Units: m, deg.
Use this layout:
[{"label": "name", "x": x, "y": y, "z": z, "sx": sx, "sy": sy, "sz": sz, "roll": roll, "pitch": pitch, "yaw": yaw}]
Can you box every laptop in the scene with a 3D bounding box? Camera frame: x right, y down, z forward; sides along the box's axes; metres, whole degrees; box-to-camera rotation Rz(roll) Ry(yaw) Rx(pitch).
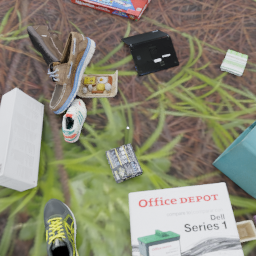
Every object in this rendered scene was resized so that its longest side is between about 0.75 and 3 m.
[{"label": "laptop", "x": 0.735, "y": -2.647, "z": 9.672, "sx": 1.490, "sy": 0.868, "sz": 1.681, "roll": -17, "pitch": 87, "yaw": -9}]

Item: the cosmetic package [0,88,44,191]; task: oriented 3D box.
[{"label": "cosmetic package", "x": -2.858, "y": 0.279, "z": 7.302, "sx": 0.634, "sy": 1.033, "sz": 2.502, "roll": -23, "pitch": 54, "yaw": 25}]

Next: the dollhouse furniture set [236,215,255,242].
[{"label": "dollhouse furniture set", "x": 2.906, "y": 2.439, "z": 6.106, "sx": 1.489, "sy": 1.056, "sz": 1.179, "roll": -9, "pitch": 60, "yaw": -6}]

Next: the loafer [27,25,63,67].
[{"label": "loafer", "x": -2.500, "y": -2.704, "z": 9.236, "sx": 0.844, "sy": 0.869, "sz": 2.379, "roll": -30, "pitch": 66, "yaw": -19}]

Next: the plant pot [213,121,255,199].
[{"label": "plant pot", "x": 3.725, "y": 0.959, "z": 6.706, "sx": 1.701, "sy": 1.702, "sz": 2.408, "roll": -39, "pitch": 76, "yaw": -20}]

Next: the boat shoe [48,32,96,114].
[{"label": "boat shoe", "x": -1.843, "y": -1.616, "z": 8.130, "sx": 0.870, "sy": 0.872, "sz": 2.409, "roll": 19, "pitch": 86, "yaw": 51}]

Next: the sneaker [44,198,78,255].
[{"label": "sneaker", "x": -1.483, "y": 2.421, "z": 6.263, "sx": 0.710, "sy": 0.807, "sz": 1.907, "roll": -19, "pitch": 61, "yaw": -11}]

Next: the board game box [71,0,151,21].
[{"label": "board game box", "x": -0.648, "y": -5.118, "z": 11.022, "sx": 2.844, "sy": 0.277, "sz": 1.464, "roll": 20, "pitch": 60, "yaw": 11}]

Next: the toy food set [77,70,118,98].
[{"label": "toy food set", "x": -0.957, "y": -1.429, "z": 8.768, "sx": 1.255, "sy": 0.379, "sz": 0.901, "roll": 0, "pitch": 61, "yaw": 0}]

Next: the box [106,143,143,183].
[{"label": "box", "x": -0.113, "y": 0.929, "z": 7.482, "sx": 0.737, "sy": 0.225, "sz": 0.915, "roll": -18, "pitch": 61, "yaw": -12}]

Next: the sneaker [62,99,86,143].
[{"label": "sneaker", "x": -1.532, "y": -0.330, "z": 7.961, "sx": 0.505, "sy": 0.671, "sz": 1.435, "roll": 6, "pitch": 60, "yaw": 4}]

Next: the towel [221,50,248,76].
[{"label": "towel", "x": 3.570, "y": -2.188, "z": 9.393, "sx": 0.723, "sy": 0.149, "sz": 0.969, "roll": 24, "pitch": 60, "yaw": 11}]

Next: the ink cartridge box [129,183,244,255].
[{"label": "ink cartridge box", "x": 1.180, "y": 2.745, "z": 5.696, "sx": 2.152, "sy": 1.242, "sz": 2.946, "roll": -8, "pitch": 60, "yaw": 4}]
